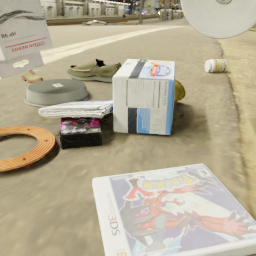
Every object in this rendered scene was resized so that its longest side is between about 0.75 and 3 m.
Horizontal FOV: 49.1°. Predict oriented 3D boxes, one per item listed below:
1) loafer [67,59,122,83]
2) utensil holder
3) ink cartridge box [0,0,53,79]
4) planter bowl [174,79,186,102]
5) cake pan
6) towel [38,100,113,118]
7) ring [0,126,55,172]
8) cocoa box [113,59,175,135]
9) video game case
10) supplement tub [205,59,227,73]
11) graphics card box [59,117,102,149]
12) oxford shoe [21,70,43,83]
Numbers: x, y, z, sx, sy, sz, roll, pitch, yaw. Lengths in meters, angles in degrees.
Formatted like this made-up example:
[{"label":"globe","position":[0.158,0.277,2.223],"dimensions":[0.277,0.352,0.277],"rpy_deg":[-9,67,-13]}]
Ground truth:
[{"label":"loafer","position":[-1.467,-2.717,12.858],"dimensions":[2.883,1.004,1.084],"rpy_deg":[7,25,15]},{"label":"utensil holder","position":[2.267,-3.064,6.607],"dimensions":[1.958,1.958,2.304],"rpy_deg":[7,22,16]},{"label":"ink cartridge box","position":[-3.452,-3.140,8.539],"dimensions":[0.991,2.970,1.720],"rpy_deg":[12,33,43]},{"label":"planter bowl","position":[1.390,-1.202,9.754],"dimensions":[1.131,1.131,0.471],"rpy_deg":[15,57,30]},{"label":"cake pan","position":[-2.664,-1.389,10.585],"dimensions":[2.464,0.452,2.464],"rpy_deg":[0,24,0]},{"label":"towel","position":[-1.238,-0.592,8.339],"dimensions":[1.878,0.304,2.557],"rpy_deg":[0,10,11]},{"label":"ring","position":[-2.895,0.483,6.713],"dimensions":[2.260,0.217,2.260],"rpy_deg":[0,23,0]},{"label":"cocoa box","position":[0.568,-1.008,8.282],"dimensions":[1.590,1.616,2.423],"rpy_deg":[4,24,8]},{"label":"video game case","position":[0.677,1.352,4.681],"dimensions":[2.335,0.268,2.128],"rpy_deg":[-5,25,-12]},{"label":"supplement tub","position":[4.485,-3.183,14.326],"dimensions":[0.931,0.672,0.672],"rpy_deg":[-4,24,-10]},{"label":"graphics card box","position":[-1.289,-0.018,7.559],"dimensions":[1.042,0.422,1.660],"rpy_deg":[-4,25,-9]},{"label":"oxford shoe","position":[-4.396,-2.380,12.693],"dimensions":[1.412,0.528,0.497],"rpy_deg":[15,28,30]}]
